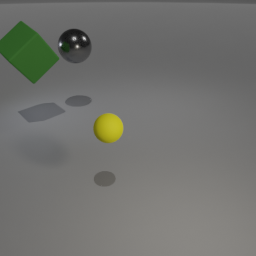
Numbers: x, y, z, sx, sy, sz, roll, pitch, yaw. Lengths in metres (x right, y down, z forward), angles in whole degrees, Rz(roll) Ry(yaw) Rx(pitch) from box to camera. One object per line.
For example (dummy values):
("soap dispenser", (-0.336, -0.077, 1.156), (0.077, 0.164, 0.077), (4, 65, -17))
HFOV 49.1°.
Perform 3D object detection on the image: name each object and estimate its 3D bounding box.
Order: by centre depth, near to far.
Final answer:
("ball", (-0.461, 0.006, 6.541), (0.700, 0.700, 0.700), (0, 28, 0))
("cube", (-3.735, -2.799, 10.413), (1.400, 1.400, 1.400), (-47, 56, -5))
("ball", (-2.215, -3.406, 11.682), (1.400, 1.400, 1.400), (0, 28, 0))
